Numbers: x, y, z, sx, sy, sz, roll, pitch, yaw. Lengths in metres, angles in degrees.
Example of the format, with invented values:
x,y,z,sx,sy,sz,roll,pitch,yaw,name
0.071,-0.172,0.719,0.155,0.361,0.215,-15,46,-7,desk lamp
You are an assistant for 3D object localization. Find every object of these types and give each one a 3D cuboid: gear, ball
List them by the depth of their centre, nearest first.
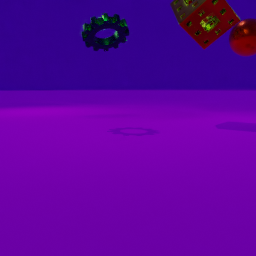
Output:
x,y,z,sx,sy,sz,roll,pitch,yaw,name
-0.629,-2.656,7.881,1.313,0.243,1.313,-11,-19,-4,gear
4.109,-3.091,9.588,1.248,1.248,1.248,0,8,0,ball

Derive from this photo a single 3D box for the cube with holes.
x,y,z,sx,sy,sz,roll,pitch,yaw,name
2.411,-3.698,8.908,1.366,1.366,1.366,29,-53,-35,cube with holes
